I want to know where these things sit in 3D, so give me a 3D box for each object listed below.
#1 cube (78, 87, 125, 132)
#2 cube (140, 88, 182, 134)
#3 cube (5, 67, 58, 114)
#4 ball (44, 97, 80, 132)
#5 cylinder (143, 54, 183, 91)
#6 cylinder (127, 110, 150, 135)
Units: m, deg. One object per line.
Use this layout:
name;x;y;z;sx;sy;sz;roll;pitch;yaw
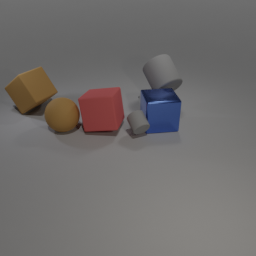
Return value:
cube;-1.029;-0.774;11.376;1.400;1.400;1.400;-3;22;13
cube;1.313;-0.740;11.715;1.400;1.400;1.400;-4;30;-7
cube;-4.409;-1.731;12.809;1.400;1.400;1.400;-24;11;39
ball;-2.663;-0.537;11.372;1.400;1.400;1.400;0;30;0
cylinder;1.573;-2.392;12.839;1.400;1.400;1.400;-16;72;-26
cylinder;0.398;-0.219;10.903;0.700;0.700;0.700;-14;62;-22
